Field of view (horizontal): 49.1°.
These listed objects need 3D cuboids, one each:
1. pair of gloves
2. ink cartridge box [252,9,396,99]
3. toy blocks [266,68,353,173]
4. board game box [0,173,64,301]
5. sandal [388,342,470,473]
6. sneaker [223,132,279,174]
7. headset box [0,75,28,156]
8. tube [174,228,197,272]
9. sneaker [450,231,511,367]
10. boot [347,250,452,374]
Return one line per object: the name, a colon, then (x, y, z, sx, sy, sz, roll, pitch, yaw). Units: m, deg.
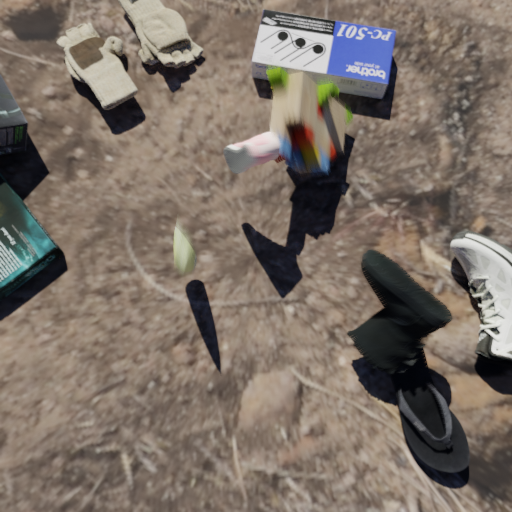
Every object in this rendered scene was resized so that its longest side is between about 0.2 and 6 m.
pair of gloves: (-2.746, -4.444, 12.016, 2.656, 0.466, 2.258, -38, 74, -13)
ink cartridge box: (1.417, -4.276, 11.865, 2.843, 0.628, 1.336, 10, 75, 3)
toy blocks: (0.987, -2.293, 10.523, 1.152, 2.305, 1.576, 0, 80, 36)
board game box: (-5.656, -0.618, 10.890, 2.243, 0.467, 3.316, -39, 78, -10)
sandal: (2.911, 2.606, 9.869, 0.965, 0.544, 2.539, -23, 74, 0)
sneaker: (-0.042, -1.805, 9.815, 0.719, 1.376, 0.518, -24, 101, -21)
headset box: (-5.560, -2.750, 10.938, 1.833, 0.850, 1.596, -22, 69, -35)
tube: (-1.263, -0.045, 9.678, 0.447, 1.541, 0.400, 32, 79, 2)
sneaker: (4.313, 0.924, 10.133, 1.604, 1.052, 2.788, -41, 80, -13)
boot: (2.166, 1.004, 9.571, 1.905, 1.561, 0.705, 40, 33, 0)
